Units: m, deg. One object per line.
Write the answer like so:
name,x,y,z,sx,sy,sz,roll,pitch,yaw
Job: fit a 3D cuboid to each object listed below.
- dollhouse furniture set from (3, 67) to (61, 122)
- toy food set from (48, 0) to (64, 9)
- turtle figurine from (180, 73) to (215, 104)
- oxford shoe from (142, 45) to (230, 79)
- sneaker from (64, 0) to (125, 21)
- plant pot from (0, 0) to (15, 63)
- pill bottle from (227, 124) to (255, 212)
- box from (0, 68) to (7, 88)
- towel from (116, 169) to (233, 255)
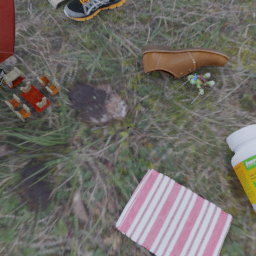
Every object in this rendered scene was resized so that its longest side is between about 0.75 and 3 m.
dollhouse furniture set,-3.088,-1.126,8.694,1.502,0.782,1.518,44,72,6
toy food set,-2.496,-5.277,10.792,1.403,0.424,1.007,-35,81,-14
turtle figurine,2.214,-1.391,8.914,0.910,0.939,0.676,-15,40,-29
oxford shoe,1.855,-2.076,9.066,2.803,1.000,0.999,1,90,3
sneaker,-1.234,-4.742,10.199,2.414,0.932,0.945,-28,69,-11
plant pot,-3.751,-2.273,6.295,2.021,2.020,1.781,-20,90,30
pill bottle,3.483,1.114,7.183,1.273,1.273,2.293,-16,66,-8
box,-4.899,-1.441,8.915,1.600,0.395,1.277,11,67,5
towel,1.186,2.405,7.118,2.528,0.378,1.850,30,68,11
